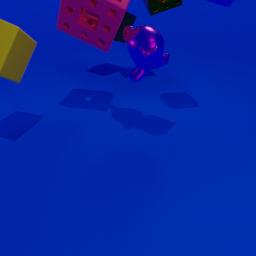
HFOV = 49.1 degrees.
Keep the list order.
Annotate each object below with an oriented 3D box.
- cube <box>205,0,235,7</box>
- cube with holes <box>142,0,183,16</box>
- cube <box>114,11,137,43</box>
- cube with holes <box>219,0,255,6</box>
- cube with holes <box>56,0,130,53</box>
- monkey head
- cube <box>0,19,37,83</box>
[{"bbox_3d":[1.518,-2.626,4.542,0.797,0.797,0.797,32,72,27],"label":"cube"},{"bbox_3d":[1.048,-4.687,9.309,1.127,1.127,1.127,-19,52,1],"label":"cube with holes"},{"bbox_3d":[-0.578,-4.101,10.806,1.127,1.127,1.127,36,23,21],"label":"cube"},{"bbox_3d":[2.501,-3.459,6.160,0.937,0.937,0.937,-10,-12,-3],"label":"cube with holes"},{"bbox_3d":[-0.744,-3.071,6.872,1.399,1.399,1.399,23,57,-9],"label":"cube with holes"},{"bbox_3d":[0.307,-1.730,6.513,1.216,1.019,1.690,-44,40,10],"label":"monkey head"},{"bbox_3d":[-2.743,-1.677,5.887,1.026,1.026,1.026,24,1,2],"label":"cube"}]
